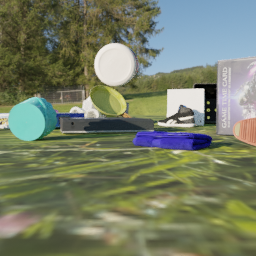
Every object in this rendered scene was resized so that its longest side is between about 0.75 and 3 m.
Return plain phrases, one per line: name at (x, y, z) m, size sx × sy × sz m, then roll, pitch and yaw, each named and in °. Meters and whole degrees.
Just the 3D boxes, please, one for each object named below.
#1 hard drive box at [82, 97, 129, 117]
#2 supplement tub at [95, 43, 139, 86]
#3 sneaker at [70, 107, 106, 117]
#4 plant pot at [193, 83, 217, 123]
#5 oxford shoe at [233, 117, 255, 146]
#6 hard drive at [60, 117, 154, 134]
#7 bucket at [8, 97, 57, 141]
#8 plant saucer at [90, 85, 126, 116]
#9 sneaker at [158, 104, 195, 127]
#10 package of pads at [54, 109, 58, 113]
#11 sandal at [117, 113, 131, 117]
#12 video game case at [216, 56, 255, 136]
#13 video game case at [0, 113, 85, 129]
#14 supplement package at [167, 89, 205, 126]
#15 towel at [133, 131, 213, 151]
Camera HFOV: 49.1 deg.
hard drive box at (-1.333, -1.098, 16.330) m, size 2.257 × 0.867 × 1.759 m, roll 11°, pitch -15°, yaw -26°
supplement tub at (-0.483, -3.186, 14.132) m, size 1.972 × 1.972 × 2.809 m, roll 0°, pitch 14°, yaw 5°
sneaker at (-2.187, -0.584, 15.292) m, size 2.379 × 0.927 × 1.182 m, roll 10°, pitch 0°, yaw 36°
plant pot at (4.662, -1.200, 15.766) m, size 2.150 × 2.145 × 1.907 m, roll 0°, pitch -9°, yaw 6°
oxford shoe at (2.719, 0.155, 4.995) m, size 1.586 × 0.561 × 0.585 m, roll 8°, pitch -8°, yaw 26°
hard drive at (-0.762, -0.114, 9.174) m, size 2.786 × 0.458 × 1.944 m, roll -1°, pitch 3°, yaw -15°
bucket at (-2.209, -0.194, 6.509) m, size 1.017 × 1.017 × 0.662 m, roll 0°, pitch 12°, yaw 6°
plant saucer at (-1.108, -1.416, 15.074) m, size 2.149 × 2.149 × 0.334 m, roll -2°, pitch -37°, yaw -35°
sneaker at (2.112, -0.543, 12.182) m, size 1.729 × 0.967 × 0.632 m, roll 3°, pitch 3°, yaw 37°
package of pads at (-5.149, -0.772, 16.155) m, size 1.996 × 0.755 × 1.203 m, roll 9°, pitch 9°, yaw 22°
sandal at (-0.016, -0.521, 15.027) m, size 2.167 × 0.592 × 0.886 m, roll 0°, pitch 3°, yaw 0°
video game case at (3.636, -0.781, 6.917) m, size 2.880 × 2.057 × 0.273 m, roll 3°, pitch 4°, yaw 39°
video game case at (-3.517, -0.313, 11.271) m, size 2.422 × 0.607 × 2.672 m, roll 2°, pitch 4°, yaw 31°
supplement package at (2.891, -0.996, 13.758) m, size 1.694 × 1.682 × 2.232 m, roll 1°, pitch 3°, yaw 15°
towel at (0.838, 0.194, 5.272) m, size 1.248 × 0.309 × 0.922 m, roll 3°, pitch 5°, yaw 38°
